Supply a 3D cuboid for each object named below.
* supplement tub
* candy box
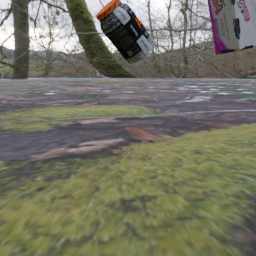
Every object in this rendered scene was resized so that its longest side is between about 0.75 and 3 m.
[{"bbox_3d":[-0.098,-3.321,9.607,1.229,2.007,1.229,-32,30,21],"label":"supplement tub"},{"bbox_3d":[2.064,-1.871,4.440,1.663,1.134,0.507,-17,11,-26],"label":"candy box"}]
